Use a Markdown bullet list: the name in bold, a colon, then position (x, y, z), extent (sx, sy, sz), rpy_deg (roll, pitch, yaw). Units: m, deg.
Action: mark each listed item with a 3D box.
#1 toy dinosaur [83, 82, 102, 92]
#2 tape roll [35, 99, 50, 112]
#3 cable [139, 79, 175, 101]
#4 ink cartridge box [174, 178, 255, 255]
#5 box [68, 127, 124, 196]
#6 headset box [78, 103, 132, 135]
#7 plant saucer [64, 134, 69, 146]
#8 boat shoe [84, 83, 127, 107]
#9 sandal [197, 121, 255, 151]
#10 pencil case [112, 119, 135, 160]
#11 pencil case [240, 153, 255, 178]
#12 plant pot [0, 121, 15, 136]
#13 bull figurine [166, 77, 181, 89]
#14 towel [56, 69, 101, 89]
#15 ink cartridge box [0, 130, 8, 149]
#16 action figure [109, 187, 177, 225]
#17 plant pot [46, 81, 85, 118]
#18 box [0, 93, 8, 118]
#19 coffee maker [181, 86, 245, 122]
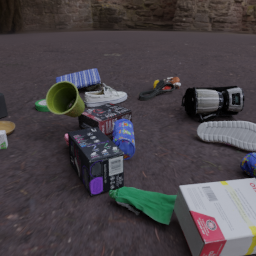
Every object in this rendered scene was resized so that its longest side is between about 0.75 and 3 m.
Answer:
- **toy dinosaur**: position (-2.031, -2.394, 16.110), extent (1.016, 0.764, 1.986), rpy_deg (-31, 42, -14)
- **tape roll**: position (-3.902, -1.124, 13.652), extent (1.170, 0.281, 1.170), rpy_deg (0, 25, 0)
- **cable**: position (1.644, -1.973, 15.551), extent (1.323, 0.686, 2.724), rpy_deg (28, 46, 17)
- **ink cartridge box**: position (2.172, 1.924, 6.029), extent (1.956, 0.816, 1.420), rpy_deg (-3, 36, -11)
- **box**: position (-0.969, 0.896, 8.155), extent (1.013, 1.168, 1.910), rpy_deg (-11, 28, -26)
- **headset box**: position (-1.004, -0.339, 11.397), extent (1.913, 0.718, 1.422), rpy_deg (-22, 32, -39)
- **plant saucer**: position (-1.602, 0.535, 9.574), extent (1.213, 0.307, 1.213), rpy_deg (19, 7, -2)
- **boat shoe**: position (-1.113, -1.770, 14.181), extent (2.357, 1.005, 0.871), rpy_deg (-12, 27, -24)
- **sandal**: position (3.812, 0.246, 10.181), extent (2.524, 1.027, 0.620), rpy_deg (13, -13, 27)
- **pencil case**: position (-0.185, 0.319, 9.878), extent (0.849, 0.763, 1.956), rpy_deg (25, 21, -13)
- **pencil case**: position (4.005, 1.273, 7.883), extent (0.658, 0.733, 1.687), rpy_deg (-21, 30, -20)
- **plant pot**: position (-5.243, 0.103, 11.067), extent (1.513, 0.208, 1.513), rpy_deg (-1, 24, 0)
- **bull figurine**: position (2.769, -2.747, 16.968), extent (0.874, 0.469, 1.440), rpy_deg (5, 25, 11)
- **towel**: position (-2.915, -2.731, 16.208), extent (2.559, 0.305, 1.853), rpy_deg (-14, 38, -5)
- **ink cartridge box**: position (-4.724, 0.442, 9.852), extent (0.816, 0.591, 0.342), rpy_deg (-6, 25, -12)
- **action figure**: position (0.305, 1.830, 6.980), extent (1.708, 0.467, 1.009), rpy_deg (13, 29, 18)
- **plant pot**: position (-2.187, -0.928, 10.390), extent (1.257, 1.257, 1.194), rpy_deg (8, -13, 16)
- **box**: position (-6.236, -1.044, 12.502), extent (1.454, 1.080, 0.904), rpy_deg (17, 29, 32)
- **coffee maker**: position (3.749, -1.273, 12.555), extent (2.199, 1.481, 2.112), rpy_deg (-1, 24, -5)
